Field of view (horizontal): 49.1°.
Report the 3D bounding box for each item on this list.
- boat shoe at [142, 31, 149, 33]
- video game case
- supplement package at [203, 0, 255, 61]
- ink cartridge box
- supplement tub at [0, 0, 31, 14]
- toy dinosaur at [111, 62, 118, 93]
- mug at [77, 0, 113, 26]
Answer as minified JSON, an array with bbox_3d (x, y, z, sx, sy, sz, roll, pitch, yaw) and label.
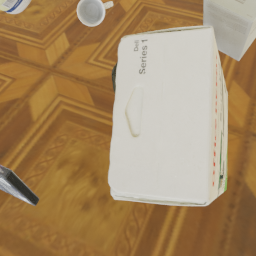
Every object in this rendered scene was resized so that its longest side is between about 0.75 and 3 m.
[{"bbox_3d":[0.428,-1.501,5.999,0.397,0.327,1.157,-14,88,-56],"label":"boat shoe"},{"bbox_3d":[-1.412,0.368,2.604,1.099,0.785,0.104,21,62,13],"label":"video game case"},{"bbox_3d":[2.467,-2.582,6.332,1.138,1.940,1.134,35,90,17],"label":"supplement package"},{"bbox_3d":[0.787,0.026,3.932,1.067,2.531,1.849,0,82,22],"label":"ink cartridge box"},{"bbox_3d":[-3.356,-3.768,6.293,2.245,1.628,1.628,10,36,-49],"label":"supplement tub"},{"bbox_3d":[-0.021,-0.763,5.209,0.764,1.984,1.015,-33,57,-4],"label":"toy dinosaur"},{"bbox_3d":[-0.803,-2.962,6.998,0.914,0.675,0.801,-20,24,3],"label":"mug"}]
